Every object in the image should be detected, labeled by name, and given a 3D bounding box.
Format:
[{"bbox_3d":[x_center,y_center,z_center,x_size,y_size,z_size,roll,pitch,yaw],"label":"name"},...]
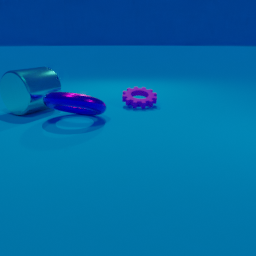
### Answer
[{"bbox_3d":[-3.142,-1.232,9.131,1.392,1.392,1.392,10,21,29],"label":"cylinder"},{"bbox_3d":[-1.539,-0.691,8.182,1.827,0.365,1.827,7,-5,1],"label":"ring"},{"bbox_3d":[0.412,-1.099,9.990,1.227,0.227,1.227,2,34,-1],"label":"gear"}]
